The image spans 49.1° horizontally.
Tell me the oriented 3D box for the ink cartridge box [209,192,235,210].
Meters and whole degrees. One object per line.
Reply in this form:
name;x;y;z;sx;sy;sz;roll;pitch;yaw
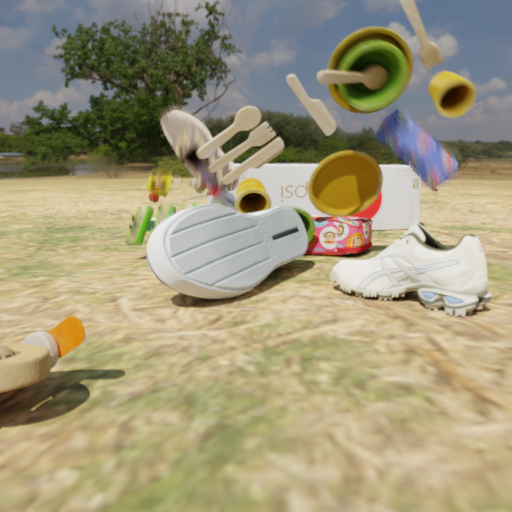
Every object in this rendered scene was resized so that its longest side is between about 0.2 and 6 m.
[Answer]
ink cartridge box;-0.609;-0.756;10.577;0.362;0.627;0.864;21;27;-35

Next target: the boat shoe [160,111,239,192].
boat shoe;-1.066;-1.823;9.766;0.658;1.831;0.545;-45;-9;31

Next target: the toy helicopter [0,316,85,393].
toy helicopter;-1.890;0.699;3.895;1.077;0.642;1.629;-12;7;-38

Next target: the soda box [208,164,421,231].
soda box;1.387;-1.350;12.943;4.819;1.534;1.641;-4;11;-22

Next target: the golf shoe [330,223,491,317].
golf shoe;1.736;0.067;6.508;1.948;0.947;0.763;6;14;41

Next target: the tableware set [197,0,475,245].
tableware set;1.277;-1.602;8.354;3.909;2.633;0.600;-32;34;17

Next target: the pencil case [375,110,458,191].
pencil case;2.433;-1.610;8.562;0.520;1.332;0.578;-44;-5;-21

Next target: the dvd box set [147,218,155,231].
dvd box set;-1.757;-0.806;13.533;1.304;0.262;1.782;3;10;19

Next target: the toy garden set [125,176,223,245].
toy garden set;-1.277;-0.802;8.956;1.571;1.310;0.314;0;-33;23

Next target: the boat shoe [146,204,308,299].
boat shoe;-0.377;-0.011;7.294;0.988;1.147;3.185;-24;-7;31

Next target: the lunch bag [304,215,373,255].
lunch bag;1.237;-0.433;10.105;1.661;0.681;1.463;5;11;25
